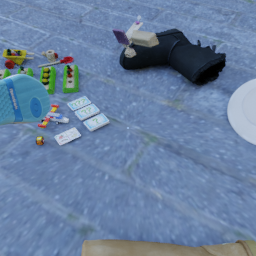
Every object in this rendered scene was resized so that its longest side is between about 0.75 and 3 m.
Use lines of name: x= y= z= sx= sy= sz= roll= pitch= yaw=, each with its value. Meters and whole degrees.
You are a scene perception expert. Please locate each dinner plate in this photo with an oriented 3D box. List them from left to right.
dinner plate: x=3.759 y=-0.511 z=7.236 sx=2.246 sy=0.272 sz=2.246 roll=-8 pitch=57 yaw=13

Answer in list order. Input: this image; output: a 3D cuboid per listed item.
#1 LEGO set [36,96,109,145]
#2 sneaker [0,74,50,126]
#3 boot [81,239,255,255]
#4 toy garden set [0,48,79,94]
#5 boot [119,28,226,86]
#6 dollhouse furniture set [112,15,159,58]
LEGO set: x=-1.662 y=-0.267 z=7.391 sx=1.902 sy=0.467 sz=1.421 roll=-26 pitch=49 yaw=-22
sneaker: x=-2.191 y=-0.326 z=4.204 sx=1.291 sy=0.787 sz=1.978 roll=-6 pitch=6 yaw=22
boot: x=0.754 y=2.885 z=4.139 sx=2.984 sy=0.987 sz=2.613 roll=-1 pitch=34 yaw=-3
toy garden set: x=-2.911 y=-1.924 z=8.855 sx=2.614 sy=0.522 sz=2.179 roll=-5 pitch=47 yaw=-5
boot: x=1.451 y=-2.077 z=8.721 sx=2.786 sy=1.031 sz=2.283 roll=-27 pitch=55 yaw=-25
dollhouse furniture set: x=0.413 y=-2.133 z=6.513 sx=1.113 sy=0.882 sz=0.790 roll=24 pitch=70 yaw=37
